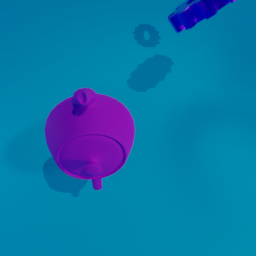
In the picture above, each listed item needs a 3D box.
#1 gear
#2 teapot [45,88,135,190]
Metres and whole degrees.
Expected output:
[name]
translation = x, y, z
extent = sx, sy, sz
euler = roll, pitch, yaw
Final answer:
[gear]
translation = 1.842, -2.888, 6.147
extent = 2.054, 0.380, 2.054
euler = -34, 19, 13
[teapot]
translation = -0.483, 0.144, 3.630
extent = 1.211, 1.948, 0.954
euler = -6, 44, -5
